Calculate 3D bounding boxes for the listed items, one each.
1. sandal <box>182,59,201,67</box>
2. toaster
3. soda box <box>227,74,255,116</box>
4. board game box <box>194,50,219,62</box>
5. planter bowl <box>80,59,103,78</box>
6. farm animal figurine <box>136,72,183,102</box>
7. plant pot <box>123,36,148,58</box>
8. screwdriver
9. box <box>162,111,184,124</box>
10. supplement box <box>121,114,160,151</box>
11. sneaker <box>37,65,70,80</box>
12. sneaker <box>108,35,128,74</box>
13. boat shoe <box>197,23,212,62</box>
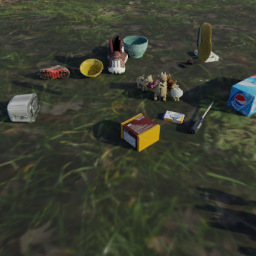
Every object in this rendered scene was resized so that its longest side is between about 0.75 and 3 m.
[{"bbox_3d":[3.244,-3.382,14.256,1.204,0.288,0.452,-23,44,-26],"label":"sandal"},{"bbox_3d":[-3.921,-0.784,10.571,0.902,0.794,1.397,-2,39,1],"label":"toaster"},{"bbox_3d":[5.451,-1.581,11.438,2.981,0.957,1.011,-25,45,-29],"label":"soda box"},{"bbox_3d":[4.164,-3.893,14.960,0.777,0.213,1.230,-10,40,-14],"label":"board game box"},{"bbox_3d":[-1.693,-2.705,13.173,1.067,0.444,1.067,-1,59,1],"label":"planter bowl"},{"bbox_3d":[1.286,-1.850,11.806,1.756,0.916,1.737,-4,38,-5],"label":"farm animal figurine"},{"bbox_3d":[0.399,-4.265,14.921,1.275,0.854,1.275,0,39,0],"label":"plant pot"},{"bbox_3d":[2.864,-0.420,10.520,0.318,0.305,2.187,46,50,5],"label":"screwdriver"},{"bbox_3d":[1.705,-0.418,10.615,0.770,0.160,0.458,14,41,14],"label":"box"},{"bbox_3d":[0.410,0.128,9.535,0.938,0.631,0.951,-28,46,-31],"label":"supplement box"},{"bbox_3d":[-3.473,-2.623,13.119,1.447,0.511,0.707,-4,39,-9],"label":"sneaker"},{"bbox_3d":[-0.506,-3.966,13.942,1.038,1.585,2.744,-3,38,-3],"label":"sneaker"},{"bbox_3d":[2.386,-2.691,8.791,0.429,1.200,0.394,-3,31,3],"label":"boat shoe"}]
